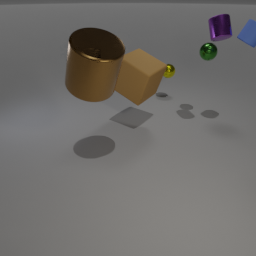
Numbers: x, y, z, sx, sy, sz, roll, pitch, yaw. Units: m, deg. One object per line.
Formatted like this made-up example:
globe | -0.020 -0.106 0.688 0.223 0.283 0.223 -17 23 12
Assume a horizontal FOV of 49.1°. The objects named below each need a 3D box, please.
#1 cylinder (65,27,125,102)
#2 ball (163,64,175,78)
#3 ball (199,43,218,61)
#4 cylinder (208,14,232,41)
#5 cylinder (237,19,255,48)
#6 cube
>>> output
cylinder | -0.898 -1.642 7.347 1.400 1.400 1.400 9 48 -10
ball | 2.007 -2.837 13.948 0.700 0.700 0.700 0 28 0
ball | 3.202 -3.037 11.148 0.700 0.700 0.700 0 28 0
cylinder | 3.092 -3.354 9.398 0.700 0.700 0.700 -8 2 0
cylinder | 4.243 -3.233 9.581 0.700 0.700 0.700 25 25 -13
cube | 0.408 -1.988 10.810 1.400 1.400 1.400 35 43 16
